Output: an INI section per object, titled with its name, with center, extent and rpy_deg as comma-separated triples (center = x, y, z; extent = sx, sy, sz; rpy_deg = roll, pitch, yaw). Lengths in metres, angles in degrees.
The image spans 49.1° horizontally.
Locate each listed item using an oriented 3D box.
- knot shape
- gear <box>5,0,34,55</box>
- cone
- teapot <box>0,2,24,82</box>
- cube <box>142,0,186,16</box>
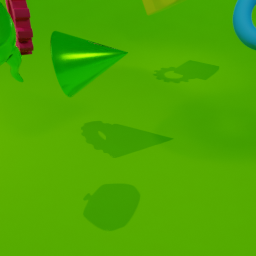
[knot shape]
center = 2.755, -1.964, 4.277
extent = 1.891, 1.769, 0.874
rpy_deg = 23, 41, 6
[gear]
center = -2.305, -2.322, 5.894
extent = 0.278, 1.502, 1.502
rpy_deg = -13, 38, -23
[cone]
center = -0.727, -1.543, 6.260
extent = 1.498, 1.492, 1.492
rpy_deg = -9, 35, 5
[teapot]
center = -2.186, -1.271, 3.831
extent = 0.980, 2.001, 1.244
rpy_deg = -20, 50, 39
[cube]
center = 1.248, -4.753, 9.541
extent = 1.232, 1.232, 1.232
rpy_deg = -5, 24, 46
